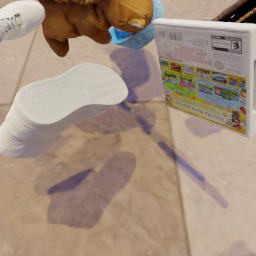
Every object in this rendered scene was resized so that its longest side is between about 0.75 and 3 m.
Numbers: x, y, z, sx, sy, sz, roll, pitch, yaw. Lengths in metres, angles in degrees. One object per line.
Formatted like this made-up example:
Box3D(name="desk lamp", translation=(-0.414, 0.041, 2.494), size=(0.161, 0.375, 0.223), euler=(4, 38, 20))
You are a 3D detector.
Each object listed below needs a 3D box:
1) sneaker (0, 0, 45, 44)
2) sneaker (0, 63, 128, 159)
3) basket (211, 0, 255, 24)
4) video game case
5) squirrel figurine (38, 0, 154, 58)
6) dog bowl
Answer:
Box3D(name="sneaker", translation=(-1.519, -1.226, 3.458), size=(1.204, 0.444, 0.696), euler=(-29, 37, -18))
Box3D(name="sneaker", translation=(-1.080, -0.290, 4.668), size=(0.873, 1.370, 2.371), euler=(56, 37, 6))
Box3D(name="basket", translation=(2.447, -2.130, 5.947), size=(1.401, 1.044, 1.000), euler=(-34, 92, 4))
Box3D(name="video game case", translation=(1.195, -0.853, 4.518), size=(0.213, 1.693, 1.860), euler=(-32, 36, -24))
Box3D(name="squirrel figurine", translation=(-0.605, -2.429, 5.257), size=(2.091, 2.240, 1.585), euler=(10, 73, 15))
Box3D(name="dog bowl", translation=(0.086, -3.260, 7.292), size=(0.702, 1.579, 2.832), euler=(19, 51, -44))
